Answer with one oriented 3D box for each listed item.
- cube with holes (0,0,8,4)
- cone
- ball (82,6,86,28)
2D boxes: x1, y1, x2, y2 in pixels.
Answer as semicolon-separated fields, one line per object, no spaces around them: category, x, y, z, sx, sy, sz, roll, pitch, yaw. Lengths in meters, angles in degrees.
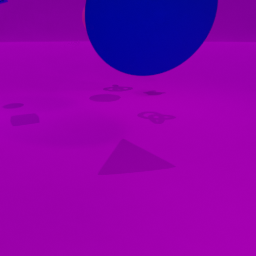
cube with holes;-3.093;-3.073;5.883;0.756;0.756;0.756;-22;8;-14
cone;0.145;-1.837;3.882;1.609;1.609;1.615;-4;43;-11
ball;-0.841;-3.628;9.208;1.318;1.318;1.318;0;19;0
